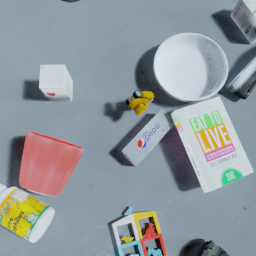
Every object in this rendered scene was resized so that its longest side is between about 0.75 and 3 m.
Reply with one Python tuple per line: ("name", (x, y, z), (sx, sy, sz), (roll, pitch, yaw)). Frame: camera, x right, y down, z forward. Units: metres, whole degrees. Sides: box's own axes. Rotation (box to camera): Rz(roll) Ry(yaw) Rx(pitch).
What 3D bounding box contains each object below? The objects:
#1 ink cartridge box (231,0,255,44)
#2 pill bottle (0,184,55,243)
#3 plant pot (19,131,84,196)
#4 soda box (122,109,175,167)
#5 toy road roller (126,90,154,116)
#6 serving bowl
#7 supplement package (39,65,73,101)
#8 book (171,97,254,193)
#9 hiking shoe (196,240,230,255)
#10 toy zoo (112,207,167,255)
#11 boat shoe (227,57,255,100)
("ink cartridge box", (4.806, -4.228, 10.833), (0.632, 1.089, 1.504), (-28, 77, -8))
("pill bottle", (-3.582, 2.664, 9.073), (2.116, 1.193, 1.193), (28, 78, 6))
("plant pot", (-2.628, 1.183, 9.217), (1.934, 1.934, 1.711), (18, 87, 4))
("soda box", (0.732, 0.345, 9.920), (0.720, 0.669, 2.110), (41, 80, 9))
("toy road roller", (0.462, -0.816, 9.507), (0.992, 0.610, 0.724), (-4, 65, -41))
("serving bowl", (2.247, -2.138, 10.421), (2.686, 0.884, 2.686), (0, 76, 0))
("supplement package", (-2.536, -1.575, 10.013), (0.856, 1.413, 0.846), (-1, 76, 1))
("book", (2.839, 0.522, 9.623), (1.910, 0.687, 2.859), (-17, 78, -22))
("hiking shoe", (2.475, 4.914, 8.626), (1.295, 0.974, 2.572), (28, 77, 10))
("toy zoo", (0.401, 3.775, 9.288), (1.529, 0.239, 2.331), (-14, 77, -3))
("boat shoe", (5.009, -2.188, 10.411), (2.888, 1.010, 0.957), (-44, 86, -8))
